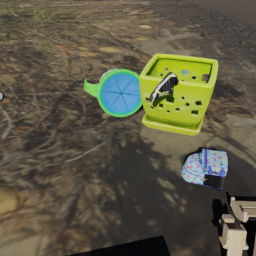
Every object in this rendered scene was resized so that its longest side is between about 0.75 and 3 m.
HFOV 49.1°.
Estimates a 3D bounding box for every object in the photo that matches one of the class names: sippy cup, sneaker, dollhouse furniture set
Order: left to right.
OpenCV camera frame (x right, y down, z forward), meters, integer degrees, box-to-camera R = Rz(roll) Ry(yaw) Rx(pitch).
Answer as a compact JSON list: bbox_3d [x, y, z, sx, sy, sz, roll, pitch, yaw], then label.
[{"bbox_3d":[-0.406,-1.582,11.244,1.892,2.410,1.766,-46,25,7],"label":"sippy cup"},{"bbox_3d":[1.081,-1.118,7.985,0.493,0.427,1.191,39,71,0],"label":"sneaker"},{"bbox_3d":[2.792,2.322,6.448,1.836,1.051,2.153,3,10,2],"label":"dollhouse furniture set"}]

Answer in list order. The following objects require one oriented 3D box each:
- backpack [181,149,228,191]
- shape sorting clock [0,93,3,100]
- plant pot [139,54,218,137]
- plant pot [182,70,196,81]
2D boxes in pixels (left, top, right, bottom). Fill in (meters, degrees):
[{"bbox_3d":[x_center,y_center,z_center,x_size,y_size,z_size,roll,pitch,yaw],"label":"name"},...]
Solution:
[{"bbox_3d":[2.136,1.101,7.896,1.184,0.796,1.081,9,35,16],"label":"backpack"},{"bbox_3d":[-6.116,-1.314,12.054,1.323,0.260,1.323,0,34,0],"label":"shape sorting clock"},{"bbox_3d":[1.787,-1.164,10.068,2.399,2.188,2.411,11,35,15],"label":"plant pot"},{"bbox_3d":[3.106,-2.759,13.890,0.990,0.667,0.990,0,34,0],"label":"plant pot"}]
